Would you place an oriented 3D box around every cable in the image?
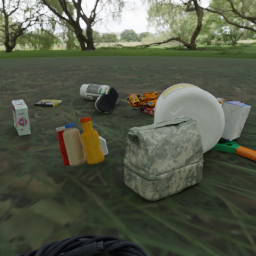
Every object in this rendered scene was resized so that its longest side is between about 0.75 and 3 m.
[{"bbox_3d":[-0.706,2.253,4.325,2.358,0.599,1.924,9,21,27],"label":"cable"}]

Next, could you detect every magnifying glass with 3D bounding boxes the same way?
[{"bbox_3d":[3.537,0.677,9.572,1.038,0.292,2.609,-13,21,-33],"label":"magnifying glass"}]

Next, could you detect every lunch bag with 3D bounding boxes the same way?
[{"bbox_3d":[0.938,0.651,7.291,2.041,1.712,1.422,-11,22,-30],"label":"lunch bag"}]

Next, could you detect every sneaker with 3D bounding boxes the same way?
[{"bbox_3d":[-1.272,-1.298,14.871,1.098,0.951,2.652,-29,12,24],"label":"sneaker"}]

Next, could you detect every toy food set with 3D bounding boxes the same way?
[{"bbox_3d":[-1.328,0.341,8.136,1.252,1.180,2.623,-13,3,-2],"label":"toy food set"}]

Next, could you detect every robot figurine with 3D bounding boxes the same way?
[{"bbox_3d":[0.777,-1.325,13.562,1.673,0.487,1.213,-8,44,-19],"label":"robot figurine"}]

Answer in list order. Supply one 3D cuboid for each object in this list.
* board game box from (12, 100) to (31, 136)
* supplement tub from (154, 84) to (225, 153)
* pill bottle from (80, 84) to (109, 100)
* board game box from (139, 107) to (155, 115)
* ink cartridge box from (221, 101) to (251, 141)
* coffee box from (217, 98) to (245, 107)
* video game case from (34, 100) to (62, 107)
[{"bbox_3d":[-4.420,-0.461,11.543,0.483,1.110,1.504,-10,21,-27],"label":"board game box"},{"bbox_3d":[1.950,-0.418,9.592,2.110,2.110,2.922,2,13,5],"label":"supplement tub"},{"bbox_3d":[-1.971,-2.145,16.773,1.675,0.947,0.947,10,21,26],"label":"pill bottle"},{"bbox_3d":[1.788,-1.055,14.716,2.187,0.213,1.126,-14,24,-35],"label":"board game box"},{"bbox_3d":[3.827,-0.293,10.198,0.714,1.275,1.869,25,17,30],"label":"ink cartridge box"},{"bbox_3d":[3.932,-0.596,12.181,1.353,0.943,2.366,17,25,41],"label":"coffee box"},{"bbox_3d":[-4.520,-1.412,15.856,1.183,0.151,1.069,4,19,13],"label":"video game case"}]
